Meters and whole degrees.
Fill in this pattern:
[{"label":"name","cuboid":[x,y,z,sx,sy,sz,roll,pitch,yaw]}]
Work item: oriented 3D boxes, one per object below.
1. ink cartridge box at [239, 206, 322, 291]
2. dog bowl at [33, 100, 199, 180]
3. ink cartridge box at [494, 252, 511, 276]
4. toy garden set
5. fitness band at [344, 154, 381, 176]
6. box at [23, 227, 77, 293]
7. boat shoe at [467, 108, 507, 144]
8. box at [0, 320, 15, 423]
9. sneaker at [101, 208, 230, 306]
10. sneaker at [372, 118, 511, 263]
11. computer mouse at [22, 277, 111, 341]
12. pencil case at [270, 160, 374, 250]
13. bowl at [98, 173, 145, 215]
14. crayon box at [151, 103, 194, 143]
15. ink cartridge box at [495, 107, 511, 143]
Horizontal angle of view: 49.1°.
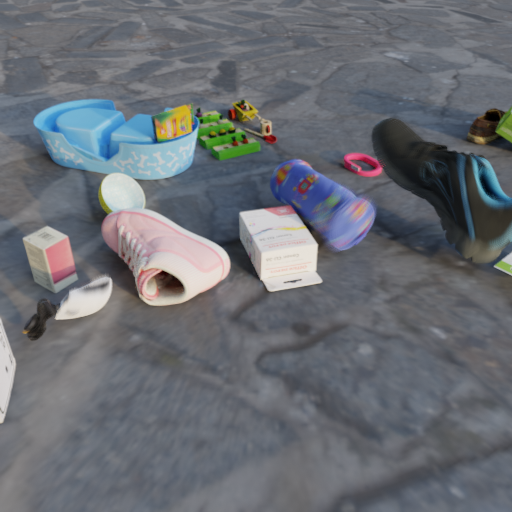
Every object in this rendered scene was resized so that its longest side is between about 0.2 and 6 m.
[{"label":"ink cartridge box","cuboid":[0.389,-0.158,9.193,0.963,0.558,1.654,-10,36,-14]},{"label":"dog bowl","cuboid":[-3.023,-2.567,12.315,3.689,0.914,2.056,12,37,15]},{"label":"ink cartridge box","cuboid":[4.290,0.259,8.736,1.077,0.408,0.796,-27,44,-31]},{"label":"toy garden set","cuboid":[-0.543,-3.183,13.555,1.998,0.478,2.397,-18,39,-24]},{"label":"fitness band","cuboid":[2.302,-1.976,12.139,0.652,0.170,0.908,-17,39,-26]},{"label":"box","cuboid":[-3.164,0.057,8.640,0.535,0.837,0.456,23,41,29]},{"label":"boat shoe","cuboid":[5.803,-3.226,13.500,1.819,0.614,0.655,-26,42,-32]},{"label":"box","cuboid":[-4.682,1.110,6.180,3.360,1.960,1.010,-6,35,-10]},{"label":"sneaker","cuboid":[-1.702,0.006,8.651,2.366,0.890,1.237,21,35,21]},{"label":"sneaker","cuboid":[3.165,-1.368,9.198,1.116,1.248,3.047,-20,62,-39]},{"label":"computer mouse","cuboid":[-2.518,0.706,7.864,0.332,0.829,1.511,47,33,9]},{"label":"pencil case","cuboid":[1.118,-0.944,9.854,0.901,1.003,2.309,-43,38,0]},{"label":"bowl","cuboid":[-2.579,-1.032,10.413,0.482,0.896,0.896,-28,13,42]},{"label":"crayon box","cuboid":[-1.627,-2.668,11.247,0.901,0.572,0.229,-24,60,-17]},{"label":"ink cartridge box","cuboid":[6.265,-3.039,12.956,1.090,0.559,1.474,36,43,5]}]
